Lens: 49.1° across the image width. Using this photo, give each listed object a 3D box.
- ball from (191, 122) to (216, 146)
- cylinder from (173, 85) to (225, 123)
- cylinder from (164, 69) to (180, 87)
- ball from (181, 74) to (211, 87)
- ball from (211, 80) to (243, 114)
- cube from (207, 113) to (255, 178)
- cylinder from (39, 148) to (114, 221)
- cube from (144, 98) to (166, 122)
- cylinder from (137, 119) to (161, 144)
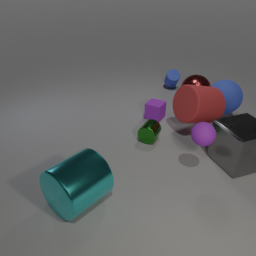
[{"bbox_3d":[2.171,0.178,8.075,0.700,0.700,0.700,0,30,0],"label":"ball"},{"bbox_3d":[2.648,-0.885,10.528,1.400,1.400,1.400,-1,27,-32],"label":"cylinder"},{"bbox_3d":[2.292,-2.580,14.562,0.700,0.700,0.700,2,69,-5],"label":"cylinder"},{"bbox_3d":[3.109,-1.748,12.875,1.400,1.400,1.400,0,30,0],"label":"ball"},{"bbox_3d":[4.011,-1.290,11.595,1.400,1.400,1.400,0,30,0],"label":"ball"},{"bbox_3d":[3.597,0.518,8.957,1.400,1.400,1.400,-11,32,-18],"label":"cube"},{"bbox_3d":[-1.334,1.438,7.354,1.400,1.400,1.400,24,38,35],"label":"cylinder"},{"bbox_3d":[1.159,-0.773,11.883,0.700,0.700,0.700,16,33,25],"label":"cube"},{"bbox_3d":[0.795,0.128,10.328,0.700,0.700,0.700,13,32,21],"label":"cylinder"}]
